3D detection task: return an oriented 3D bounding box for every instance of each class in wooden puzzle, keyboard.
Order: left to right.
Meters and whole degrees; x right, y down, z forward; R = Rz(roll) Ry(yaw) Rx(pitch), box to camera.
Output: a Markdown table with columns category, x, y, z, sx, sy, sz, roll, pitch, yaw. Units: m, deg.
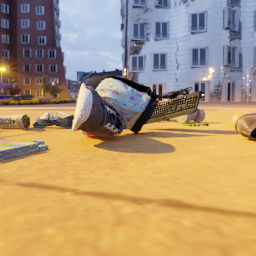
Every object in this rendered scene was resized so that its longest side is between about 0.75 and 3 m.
| category | x | y | z | sx | sy | sz | roll | pitch | yaw |
| --- | --- | --- | --- | --- | --- | --- | --- | --- | --- |
| wooden puzzle | -2.670 | 0.400 | 5.532 | 1.496 | 0.177 | 2.523 | 2 | 6 | 22 |
| keyboard | 1.361 | -0.850 | 9.720 | 2.425 | 1.262 | 0.480 | -13 | -49 | 42 |

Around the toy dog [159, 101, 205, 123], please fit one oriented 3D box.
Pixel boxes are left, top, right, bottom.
| category | x | y | z | sx | sy | sz | roll | pitch | yaw |
| --- | --- | --- | --- | --- | --- | --- | --- | --- | --- |
| toy dog | 2.334 | -0.981 | 13.752 | 2.848 | 1.372 | 1.878 | 3 | 6 | 30 |

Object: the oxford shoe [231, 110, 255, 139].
| category | x | y | z | sx | sy | sz | roll | pitch | yaw |
| --- | --- | --- | --- | --- | --- | --- | --- | --- | --- |
| oxford shoe | 4.066 | 0.001 | 7.423 | 2.470 | 0.881 | 0.900 | -5 | 26 | -7 |

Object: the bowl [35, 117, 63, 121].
| category | x | y | z | sx | sy | sz | roll | pitch | yaw |
| --- | --- | --- | --- | --- | --- | --- | --- | --- | --- |
| bowl | -3.560 | -0.351 | 12.960 | 1.421 | 0.279 | 1.421 | 0 | 6 | 0 |

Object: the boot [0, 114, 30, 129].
| category | x | y | z | sx | sy | sz | roll | pitch | yaw |
| --- | --- | --- | --- | --- | --- | --- | --- | --- | --- |
| boot | -4.245 | -0.230 | 10.185 | 1.189 | 0.557 | 1.529 | -1 | 4 | -13 |

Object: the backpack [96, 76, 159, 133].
| category | x | y | z | sx | sy | sz | roll | pitch | yaw |
| --- | --- | --- | --- | --- | --- | --- | --- | --- | --- |
| backpack | -0.190 | -0.734 | 8.644 | 1.873 | 1.563 | 1.185 | 29 | 44 | -5 |

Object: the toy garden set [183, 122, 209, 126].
| category | x | y | z | sx | sy | sz | roll | pitch | yaw |
| --- | --- | --- | --- | --- | --- | --- | --- | --- | --- |
| toy garden set | 2.857 | -0.178 | 11.682 | 0.860 | 0.172 | 0.717 | -4 | 6 | -33 |

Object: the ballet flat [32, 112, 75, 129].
| category | x | y | z | sx | sy | sz | roll | pitch | yaw |
| --- | --- | --- | --- | --- | --- | --- | --- | --- | --- |
| ballet flat | -2.807 | -0.309 | 10.697 | 1.829 | 0.668 | 0.668 | 1 | 6 | 17 |

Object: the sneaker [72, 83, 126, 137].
| category | x | y | z | sx | sy | sz | roll | pitch | yaw |
| --- | --- | --- | --- | --- | --- | --- | --- | --- | --- |
| sneaker | -0.617 | -0.328 | 7.079 | 1.228 | 1.156 | 2.999 | 12 | -4 | 0 |
